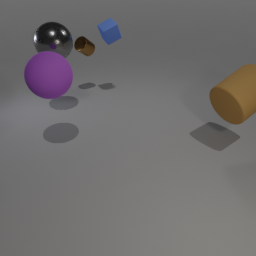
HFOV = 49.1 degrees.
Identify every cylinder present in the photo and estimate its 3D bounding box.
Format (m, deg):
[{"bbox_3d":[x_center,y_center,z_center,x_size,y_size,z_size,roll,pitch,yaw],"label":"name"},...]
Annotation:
[{"bbox_3d":[3.555,-1.051,8.783,1.400,1.400,1.400,-35,41,-13],"label":"cylinder"},{"bbox_3d":[-1.992,-3.755,12.903,0.700,0.700,0.700,19,1,29],"label":"cylinder"}]

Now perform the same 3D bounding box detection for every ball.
[{"bbox_3d":[-2.738,-3.172,10.327,1.400,1.400,1.400,0,31,0],"label":"ball"},{"bbox_3d":[-2.355,-1.564,8.351,1.400,1.400,1.400,0,31,0],"label":"ball"}]

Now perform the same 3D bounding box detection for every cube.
[{"bbox_3d":[-0.799,-4.177,12.114,0.700,0.700,0.700,-31,50,-5],"label":"cube"}]
